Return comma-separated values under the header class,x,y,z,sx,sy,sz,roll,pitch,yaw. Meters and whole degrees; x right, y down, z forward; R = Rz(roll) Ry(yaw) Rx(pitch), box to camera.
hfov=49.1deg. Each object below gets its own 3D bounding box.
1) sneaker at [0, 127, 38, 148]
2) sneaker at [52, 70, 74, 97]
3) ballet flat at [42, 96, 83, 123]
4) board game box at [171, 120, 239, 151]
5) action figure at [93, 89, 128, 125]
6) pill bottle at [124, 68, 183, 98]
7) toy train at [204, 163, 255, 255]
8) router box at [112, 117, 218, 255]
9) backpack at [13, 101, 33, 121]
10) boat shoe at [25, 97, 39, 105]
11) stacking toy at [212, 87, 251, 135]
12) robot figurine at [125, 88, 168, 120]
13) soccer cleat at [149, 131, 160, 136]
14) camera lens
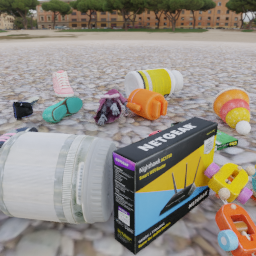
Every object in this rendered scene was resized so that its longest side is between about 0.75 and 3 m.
class,x,y,z,sx,sy,sz,roll,pitch,yaw
sneaker,-3.415,0.612,7.693,0.940,0.804,2.291,-2,16,17
sneaker,-3.650,-2.481,15.456,0.894,1.241,2.374,-9,25,-25
ballet flat,-2.866,-0.849,12.073,0.831,0.795,2.361,-1,20,23
board game box,2.693,0.202,10.163,1.199,0.269,2.289,-8,24,-25
action figure,-0.813,-1.140,11.804,1.511,1.680,2.256,-2,35,10
pill bottle,1.379,-2.241,14.360,2.848,1.585,1.585,-13,26,-28
toy train,2.686,1.715,5.883,2.926,0.814,2.198,-2,43,-26
router box,0.840,1.040,5.832,2.628,1.960,0.671,-21,30,-40
backpack,-4.496,-0.777,11.989,0.778,0.817,0.629,-9,11,-30
boat shoe,-4.658,-1.256,13.647,0.374,0.309,1.000,7,26,11
stacking toy,4.196,-0.461,10.878,1.508,1.508,2.064,1,41,2
robot figurine,0.798,-1.047,12.028,1.456,1.181,2.025,-49,42,-14
soccer cleat,0.974,0.812,7.351,0.585,1.599,0.545,-2,-24,-28
camera lens,-1.486,1.033,5.983,2.291,1.832,1.832,3,22,9
